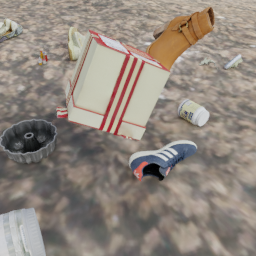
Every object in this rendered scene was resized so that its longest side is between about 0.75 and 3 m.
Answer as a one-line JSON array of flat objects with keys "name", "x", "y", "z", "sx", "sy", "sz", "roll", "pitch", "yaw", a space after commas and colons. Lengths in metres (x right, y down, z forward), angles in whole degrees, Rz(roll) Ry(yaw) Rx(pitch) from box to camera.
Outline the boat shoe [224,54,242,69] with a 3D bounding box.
[{"name": "boat shoe", "x": 4.763, "y": -2.909, "z": 12.530, "sx": 1.149, "sy": 0.414, "sz": 0.357, "roll": -38, "pitch": 94, "yaw": -24}]

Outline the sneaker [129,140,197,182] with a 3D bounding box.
[{"name": "sneaker", "x": 1.024, "y": 0.931, "z": 7.369, "sx": 1.907, "sy": 0.715, "sz": 0.806, "roll": -16, "pitch": 44, "yaw": -8}]

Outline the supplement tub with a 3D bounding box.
[{"name": "supplement tub", "x": 2.148, "y": -0.496, "z": 9.198, "sx": 0.632, "sy": 0.632, "sz": 0.872, "roll": -27, "pitch": 45, "yaw": -30}]

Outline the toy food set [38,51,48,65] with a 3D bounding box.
[{"name": "toy food set", "x": -3.960, "y": -3.260, "z": 12.988, "sx": 0.389, "sy": 0.367, "sz": 0.816, "roll": -1, "pitch": 38, "yaw": -2}]

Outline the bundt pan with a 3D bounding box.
[{"name": "bundt pan", "x": -2.788, "y": 0.430, "z": 8.039, "sx": 1.580, "sy": 0.593, "sz": 1.580, "roll": 0, "pitch": 38, "yaw": 0}]

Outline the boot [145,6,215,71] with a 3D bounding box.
[{"name": "boot", "x": 1.542, "y": -2.442, "z": 8.036, "sx": 1.889, "sy": 0.900, "sz": 2.442, "roll": -13, "pitch": 53, "yaw": 34}]

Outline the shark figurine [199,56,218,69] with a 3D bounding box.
[{"name": "shark figurine", "x": 3.696, "y": -2.922, "z": 12.641, "sx": 0.833, "sy": 0.348, "sz": 0.498, "roll": 18, "pitch": 74, "yaw": 33}]

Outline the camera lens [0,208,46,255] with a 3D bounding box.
[{"name": "camera lens", "x": -2.376, "y": 2.224, "z": 5.269, "sx": 1.408, "sy": 1.126, "sz": 1.126, "roll": -15, "pitch": 40, "yaw": -19}]

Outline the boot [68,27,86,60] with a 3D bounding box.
[{"name": "boot", "x": -1.920, "y": -4.205, "z": 13.765, "sx": 1.980, "sy": 0.923, "sz": 2.560, "roll": -6, "pitch": 44, "yaw": -6}]

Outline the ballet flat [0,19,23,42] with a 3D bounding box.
[{"name": "ballet flat", "x": -6.644, "y": -5.344, "z": 15.163, "sx": 1.007, "sy": 1.007, "sz": 2.799, "roll": 13, "pitch": 40, "yaw": 17}]

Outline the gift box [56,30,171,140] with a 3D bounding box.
[{"name": "gift box", "x": -0.416, "y": -0.828, "z": 6.095, "sx": 1.878, "sy": 1.900, "sz": 2.035, "roll": 18, "pitch": 23, "yaw": -17}]
